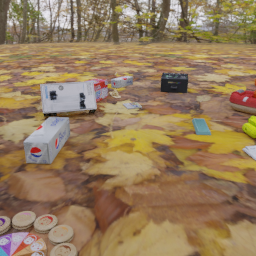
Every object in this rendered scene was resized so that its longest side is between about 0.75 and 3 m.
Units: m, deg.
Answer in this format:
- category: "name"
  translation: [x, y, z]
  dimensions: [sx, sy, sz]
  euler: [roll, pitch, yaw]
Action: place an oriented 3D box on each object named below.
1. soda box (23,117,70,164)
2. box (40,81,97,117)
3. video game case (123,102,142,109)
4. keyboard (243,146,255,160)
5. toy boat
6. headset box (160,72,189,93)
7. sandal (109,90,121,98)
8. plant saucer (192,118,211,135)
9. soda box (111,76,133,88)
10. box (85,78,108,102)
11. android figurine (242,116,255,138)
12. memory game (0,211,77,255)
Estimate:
- category: "soda box"
  translation: [-2.499, 0.324, 8.918]
  dimensions: [0.753, 0.700, 2.207]
  euler: [2, 22, 5]
- category: "box"
  translation: [-2.517, -1.246, 11.910]
  dimensions: [2.219, 1.294, 0.667]
  euler: [-5, -10, -15]
- category: "video game case"
  translation: [0.203, -1.053, 13.237]
  dimensions: [0.695, 0.084, 0.763]
  euler: [-8, 22, -18]
- category: "keyboard"
  translation: [5.154, 0.725, 8.738]
  dimensions: [2.954, 0.157, 0.831]
  euler: [-3, 27, -8]
- category: "toy boat"
  translation: [5.822, -1.501, 12.217]
  dimensions: [1.651, 1.654, 2.530]
  euler: [-20, 29, -41]
- category: "headset box"
  translation: [2.686, -2.624, 16.183]
  dimensions: [1.539, 0.820, 1.768]
  euler: [4, 22, 8]
- category: "sandal"
  translation: [-0.735, -1.887, 14.962]
  dimensions: [0.399, 0.358, 1.088]
  euler: [-11, 24, -26]
- category: "plant saucer"
  translation: [2.800, -0.076, 10.718]
  dimensions: [0.527, 0.143, 1.508]
  euler: [2, 21, 5]
- category: "soda box"
  translation: [-0.342, -2.812, 17.087]
  dimensions: [0.476, 0.513, 1.502]
  euler: [19, 28, 39]
- category: "box"
  translation: [-1.828, -1.849, 14.076]
  dimensions: [0.898, 0.938, 1.882]
  euler: [9, 24, 22]
- category: "android figurine"
  translation: [5.250, 0.064, 9.877]
  dimensions: [2.117, 0.478, 2.326]
  euler: [-1, 19, -4]
- category: "memory game"
  translation: [-2.068, 2.229, 4.873]
  dimensions: [2.379, 0.152, 2.379]
  euler: [0, 21, 0]
